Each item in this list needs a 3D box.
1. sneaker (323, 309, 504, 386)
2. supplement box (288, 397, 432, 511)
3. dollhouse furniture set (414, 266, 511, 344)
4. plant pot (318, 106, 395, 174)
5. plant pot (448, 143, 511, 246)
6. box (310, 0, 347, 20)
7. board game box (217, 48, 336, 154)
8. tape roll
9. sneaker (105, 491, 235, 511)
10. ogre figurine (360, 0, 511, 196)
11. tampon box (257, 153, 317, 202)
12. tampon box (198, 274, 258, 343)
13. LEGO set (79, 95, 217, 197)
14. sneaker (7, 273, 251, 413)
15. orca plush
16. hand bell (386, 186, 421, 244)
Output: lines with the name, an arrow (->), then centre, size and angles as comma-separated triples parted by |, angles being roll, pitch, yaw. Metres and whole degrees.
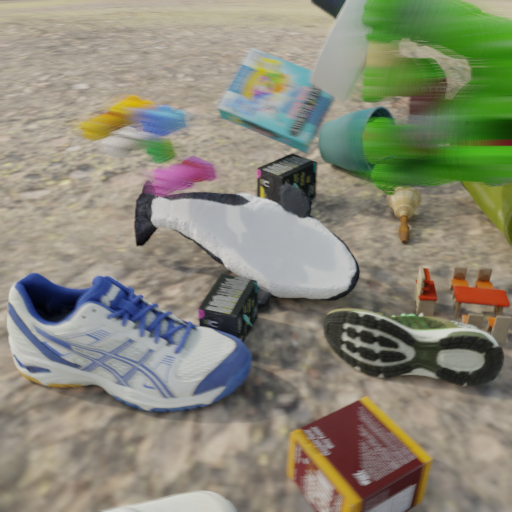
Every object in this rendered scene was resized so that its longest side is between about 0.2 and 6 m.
sneaker -> 2.056, 1.117, 7.604 | 2.306, 0.887, 1.022 | 11, 18, 10
supplement box -> 1.032, 2.183, 5.778 | 1.024, 0.680, 1.010 | -17, 35, -26
dollhouse furniture set -> 3.085, 0.587, 8.398 | 1.315, 0.685, 1.329 | 4, 32, 7
plant pot -> 2.302, -2.688, 13.146 | 1.440, 1.533, 1.533 | 9, 30, 41
plant pot -> 5.120, -1.435, 10.297 | 2.652, 2.652, 2.554 | 2, 44, 3
box -> 1.804, -5.015, 10.813 | 1.270, 0.897, 0.501 | 39, 1, 12
board game box -> 0.458, -3.225, 11.558 | 2.035, 0.478, 1.536 | 25, 81, 13
tape roll -> 1.558, -3.328, 8.536 | 0.647, 1.849, 1.849 | 30, 36, 3
sneaker -> -1.505, 2.638, 4.547 | 3.020, 1.224, 1.135 | -14, 32, -24
ogre figurine -> 2.540, -1.918, 7.458 | 2.139, 3.568, 1.751 | 13, 43, 20
tampon box -> 0.635, -1.518, 11.694 | 0.719, 0.854, 1.139 | 26, 40, 36
tampon box -> -0.393, 0.812, 8.018 | 0.580, 0.689, 0.919 | 10, 33, 16
LEGO set -> -2.016, -1.858, 8.982 | 1.189, 1.105, 2.897 | -30, 37, -25
sneaker -> -1.662, 0.999, 7.035 | 3.215, 1.417, 1.210 | 4, 30, 5
orca plush -> -0.162, -0.069, 9.445 | 3.897, 1.385, 2.050 | 4, 76, 15
hand bell -> 2.859, -0.702, 10.793 | 0.686, 0.686, 1.317 | 5, 44, 8
